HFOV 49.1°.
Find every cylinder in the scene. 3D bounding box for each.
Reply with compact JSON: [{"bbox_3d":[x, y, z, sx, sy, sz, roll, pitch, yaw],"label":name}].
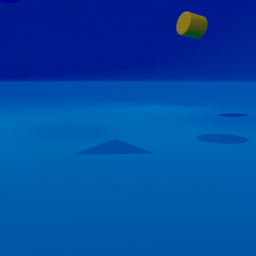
[{"bbox_3d":[2.104,-3.373,9.239,0.728,0.728,0.728,4,8,-27],"label":"cylinder"}]

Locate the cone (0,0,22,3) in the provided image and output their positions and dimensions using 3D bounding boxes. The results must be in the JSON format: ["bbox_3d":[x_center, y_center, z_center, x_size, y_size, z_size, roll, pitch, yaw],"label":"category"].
[{"bbox_3d":[-1.919,-2.693,4.825,1.215,1.215,1.219,-1,14,-4],"label":"cone"}]
